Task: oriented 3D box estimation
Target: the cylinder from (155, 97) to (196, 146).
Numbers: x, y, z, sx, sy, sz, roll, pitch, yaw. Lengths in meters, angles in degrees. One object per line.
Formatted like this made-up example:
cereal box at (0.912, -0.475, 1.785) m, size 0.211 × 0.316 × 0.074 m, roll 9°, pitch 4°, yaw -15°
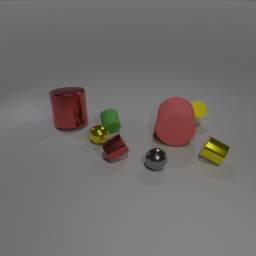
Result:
cylinder at (1.765, -0.271, 10.375) m, size 1.400 × 1.400 × 1.400 m, roll 4°, pitch 28°, yaw 8°

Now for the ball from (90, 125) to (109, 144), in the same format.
ball at (-1.057, 0.230, 10.280) m, size 0.700 × 0.700 × 0.700 m, roll 0°, pitch 28°, yaw 0°

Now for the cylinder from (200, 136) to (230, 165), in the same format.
cylinder at (2.818, 0.731, 9.128) m, size 0.700 × 0.700 × 0.700 m, roll 29°, pitch 35°, yaw 10°

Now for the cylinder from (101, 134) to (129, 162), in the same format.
cylinder at (-0.417, 0.649, 9.271) m, size 0.700 × 0.700 × 0.700 m, roll -30°, pitch 32°, yaw 0°

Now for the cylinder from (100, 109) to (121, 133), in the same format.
cylinder at (-0.685, -0.271, 10.926) m, size 0.700 × 0.700 × 0.700 m, roll -7°, pitch 55°, yaw -13°

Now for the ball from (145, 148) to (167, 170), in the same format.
ball at (0.894, 0.977, 8.866) m, size 0.700 × 0.700 × 0.700 m, roll 0°, pitch 28°, yaw 0°

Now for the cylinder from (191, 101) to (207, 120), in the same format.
cylinder at (2.701, -0.687, 11.342) m, size 0.700 × 0.700 × 0.700 m, roll -14°, pitch -1°, yaw -24°

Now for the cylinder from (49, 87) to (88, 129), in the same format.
cylinder at (-2.384, -0.845, 11.371) m, size 1.400 × 1.400 × 1.400 m, roll -2°, pitch 21°, yaw 1°
